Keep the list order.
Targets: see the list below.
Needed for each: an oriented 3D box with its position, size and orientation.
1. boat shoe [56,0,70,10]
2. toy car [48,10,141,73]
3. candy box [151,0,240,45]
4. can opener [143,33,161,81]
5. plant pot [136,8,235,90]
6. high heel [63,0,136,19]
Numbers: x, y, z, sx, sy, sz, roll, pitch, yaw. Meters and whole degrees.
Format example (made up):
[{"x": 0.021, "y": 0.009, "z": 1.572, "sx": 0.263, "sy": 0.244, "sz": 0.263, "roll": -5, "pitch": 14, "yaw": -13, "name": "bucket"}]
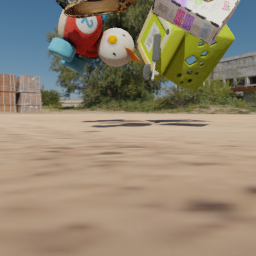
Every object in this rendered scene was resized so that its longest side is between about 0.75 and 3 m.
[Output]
[{"x": -1.840, "y": -3.488, "z": 7.726, "sx": 0.310, "sy": 0.275, "sz": 0.829, "roll": 3, "pitch": -27, "yaw": 35, "name": "boat shoe"}, {"x": -0.770, "y": -2.995, "z": 9.609, "sx": 2.746, "sy": 2.531, "sz": 2.429, "roll": 24, "pitch": -3, "yaw": 8, "name": "toy car"}, {"x": 1.487, "y": -2.685, "z": 6.069, "sx": 1.517, "sy": 1.273, "sz": 0.543, "roll": 33, "pitch": -28, "yaw": 10, "name": "candy box"}, {"x": 0.770, "y": -2.164, "z": 8.639, "sx": 0.482, "sy": 1.450, "sz": 0.382, "roll": 9, "pitch": 15, "yaw": 1, "name": "can opener"}, {"x": 1.765, "y": -3.069, "z": 9.985, "sx": 2.235, "sy": 2.451, "sz": 2.463, "roll": 0, "pitch": -39, "yaw": -26, "name": "plant pot"}, {"x": -0.698, "y": -2.912, "z": 6.708, "sx": 1.231, "sy": 0.617, "sz": 1.727, "roll": -36, "pitch": 36, "yaw": -30, "name": "high heel"}]
